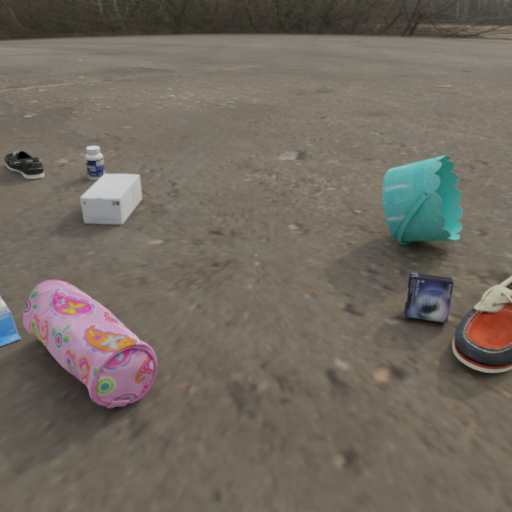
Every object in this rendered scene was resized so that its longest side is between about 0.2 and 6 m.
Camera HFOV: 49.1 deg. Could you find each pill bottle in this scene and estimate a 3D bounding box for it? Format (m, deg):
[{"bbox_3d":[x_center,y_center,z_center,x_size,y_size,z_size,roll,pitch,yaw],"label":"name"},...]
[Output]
[{"bbox_3d":[-4.130,-2.381,14.329,0.438,0.789,0.438,0,27,0],"label":"pill bottle"}]

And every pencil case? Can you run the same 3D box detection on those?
[{"bbox_3d":[-2.263,1.119,7.426,0.984,0.984,2.252,-23,35,-37],"label":"pencil case"}]

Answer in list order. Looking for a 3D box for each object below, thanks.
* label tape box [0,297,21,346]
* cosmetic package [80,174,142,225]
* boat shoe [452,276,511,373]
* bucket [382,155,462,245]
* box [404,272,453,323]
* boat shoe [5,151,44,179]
[{"bbox_3d":[-4.034,0.991,8.271,0.759,0.350,1.060,-19,31,-33],"label":"label tape box"},{"bbox_3d":[-3.163,-1.277,12.372,0.886,0.637,1.571,3,29,6],"label":"cosmetic package"},{"bbox_3d":[3.744,0.776,8.092,2.682,0.839,0.955,-24,46,-37],"label":"boat shoe"},{"bbox_3d":[3.183,-1.022,10.677,1.111,1.707,1.707,-6,21,33],"label":"bucket"},{"bbox_3d":[2.633,0.630,8.556,0.644,0.649,0.400,7,11,13],"label":"box"},{"bbox_3d":[-6.155,-2.519,14.839,0.635,0.598,1.769,-25,35,-37],"label":"boat shoe"}]
